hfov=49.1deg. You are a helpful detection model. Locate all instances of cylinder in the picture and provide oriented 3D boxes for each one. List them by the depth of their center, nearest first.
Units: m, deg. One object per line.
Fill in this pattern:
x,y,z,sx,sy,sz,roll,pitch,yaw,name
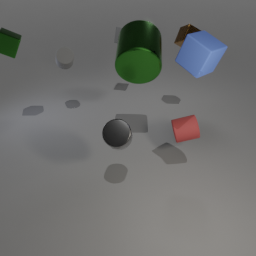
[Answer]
-0.254,0.176,7.038,0.700,0.700,0.700,2,-9,4,cylinder
1.686,0.024,8.229,0.700,0.700,0.700,-13,29,7,cylinder
0.345,-2.338,8.679,1.400,1.400,1.400,2,54,4,cylinder
-2.505,-2.758,11.094,0.700,0.700,0.700,-9,-3,-15,cylinder

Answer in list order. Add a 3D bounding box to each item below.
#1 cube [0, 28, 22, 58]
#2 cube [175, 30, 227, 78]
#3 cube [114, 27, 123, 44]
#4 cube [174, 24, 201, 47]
-4.142,-2.937,9.673,0.700,0.700,0.700,17,24,-25,cube
1.629,-1.661,6.281,0.700,0.700,0.700,-26,61,-38,cube
-0.180,-4.149,12.691,0.700,0.700,0.700,12,15,6,cube
2.350,-3.497,10.860,0.700,0.700,0.700,22,1,-22,cube
